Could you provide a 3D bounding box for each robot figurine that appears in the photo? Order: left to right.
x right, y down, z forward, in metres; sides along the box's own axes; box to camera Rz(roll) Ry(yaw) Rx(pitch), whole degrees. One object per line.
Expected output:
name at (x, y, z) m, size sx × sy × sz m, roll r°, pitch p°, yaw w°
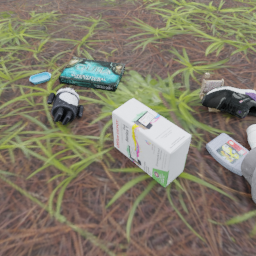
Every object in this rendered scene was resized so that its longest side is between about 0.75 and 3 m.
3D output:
robot figurine at (-2.570, -0.922, 11.564) m, size 1.041 × 1.253 × 1.668 m, roll -14°, pitch 43°, yaw 15°

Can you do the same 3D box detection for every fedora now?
fedora at (4.264, 1.340, 8.855) m, size 1.851 × 2.093 × 0.945 m, roll -34°, pitch 36°, yaw -14°

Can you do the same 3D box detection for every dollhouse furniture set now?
dollhouse furniture set at (3.806, -1.501, 11.802) m, size 1.311 × 1.537 × 0.751 m, roll -1°, pitch 46°, yaw -2°

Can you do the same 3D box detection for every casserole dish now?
casserole dish at (-4.243, -2.403, 13.631) m, size 1.045 × 0.203 × 0.633 m, roll -21°, pitch 49°, yaw -19°

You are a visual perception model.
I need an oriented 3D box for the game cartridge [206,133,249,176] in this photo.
game cartridge at (3.729, 0.946, 10.218) m, size 1.093 × 0.336 × 1.642 m, roll -33°, pitch 55°, yaw -21°

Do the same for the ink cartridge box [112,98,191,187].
ink cartridge box at (0.702, 0.462, 9.606) m, size 1.089 × 1.878 × 2.594 m, roll -35°, pitch 55°, yaw -29°

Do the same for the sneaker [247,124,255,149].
sneaker at (5.786, 0.561, 10.351) m, size 2.575 × 0.969 × 1.139 m, roll 2°, pitch 57°, yaw 11°

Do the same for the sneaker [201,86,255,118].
sneaker at (4.390, -0.988, 11.538) m, size 2.676 × 1.013 × 1.171 m, roll -3°, pitch 51°, yaw -15°

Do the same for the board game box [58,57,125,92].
board game box at (-1.720, -2.690, 13.774) m, size 2.821 × 0.397 × 1.908 m, roll 10°, pitch 46°, yaw 9°
